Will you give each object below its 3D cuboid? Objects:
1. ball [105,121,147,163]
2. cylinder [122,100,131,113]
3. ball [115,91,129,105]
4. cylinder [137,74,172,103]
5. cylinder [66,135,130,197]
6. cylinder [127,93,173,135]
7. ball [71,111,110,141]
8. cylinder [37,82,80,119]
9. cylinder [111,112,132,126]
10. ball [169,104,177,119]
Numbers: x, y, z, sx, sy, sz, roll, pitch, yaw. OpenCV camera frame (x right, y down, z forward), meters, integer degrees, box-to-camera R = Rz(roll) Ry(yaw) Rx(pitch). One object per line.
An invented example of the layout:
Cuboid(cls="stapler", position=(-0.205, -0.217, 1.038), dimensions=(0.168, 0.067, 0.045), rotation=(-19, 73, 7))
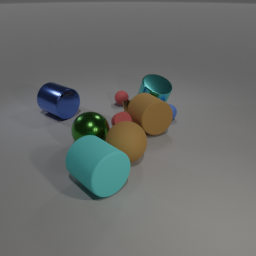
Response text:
Cuboid(cls="ball", position=(-0.056, 0.470, 9.391), dimensions=(1.400, 1.400, 1.400), rotation=(0, 28, 0))
Cuboid(cls="cylinder", position=(0.141, -0.914, 12.642), dimensions=(0.700, 0.700, 0.700), rotation=(-10, 4, 1))
Cuboid(cls="ball", position=(-0.313, -1.503, 13.864), dimensions=(0.700, 0.700, 0.700), rotation=(0, 28, 0))
Cuboid(cls="cylinder", position=(1.160, -1.512, 12.904), dimensions=(1.400, 1.400, 1.400), rotation=(9, 45, -10))
Cuboid(cls="cylinder", position=(-0.890, 1.089, 8.253), dimensions=(1.400, 1.400, 1.400), rotation=(-22, 33, -36))
Cuboid(cls="cylinder", position=(0.878, -0.598, 11.443), dimensions=(1.400, 1.400, 1.400), rotation=(-12, 25, -21))
Cuboid(cls="ball", position=(-1.367, 0.093, 10.264), dimensions=(1.400, 1.400, 1.400), rotation=(0, 28, 0))
Cuboid(cls="cylinder", position=(-3.159, -1.259, 12.763), dimensions=(1.400, 1.400, 1.400), rotation=(21, 34, 33))
Cuboid(cls="cylinder", position=(-0.270, -0.276, 11.196), dimensions=(0.700, 0.700, 0.700), rotation=(-7, -1, -14))
Cuboid(cls="ball", position=(1.824, -0.711, 12.484), dimensions=(0.700, 0.700, 0.700), rotation=(0, 28, 0))
